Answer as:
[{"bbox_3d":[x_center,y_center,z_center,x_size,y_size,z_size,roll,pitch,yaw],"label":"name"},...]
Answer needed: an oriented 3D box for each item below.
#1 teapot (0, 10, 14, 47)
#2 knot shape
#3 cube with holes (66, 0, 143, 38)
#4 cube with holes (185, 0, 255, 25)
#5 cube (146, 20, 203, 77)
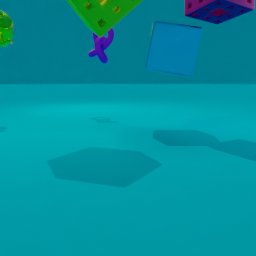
[{"bbox_3d":[-4.129,-3.184,8.786,1.222,1.965,0.962,-15,-22,-49],"label":"teapot"},{"bbox_3d":[-1.072,-3.137,10.717,0.686,1.484,1.389,9,-8,-21],"label":"knot shape"},{"bbox_3d":[-0.648,-2.927,5.895,1.244,1.244,1.244,-40,35,4],"label":"cube with holes"},{"bbox_3d":[2.226,-3.398,6.861,1.162,1.162,1.162,1,1,-29],"label":"cube with holes"},{"bbox_3d":[1.216,-2.179,7.666,1.244,1.244,1.244,10,19,3],"label":"cube"}]
